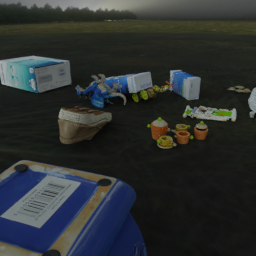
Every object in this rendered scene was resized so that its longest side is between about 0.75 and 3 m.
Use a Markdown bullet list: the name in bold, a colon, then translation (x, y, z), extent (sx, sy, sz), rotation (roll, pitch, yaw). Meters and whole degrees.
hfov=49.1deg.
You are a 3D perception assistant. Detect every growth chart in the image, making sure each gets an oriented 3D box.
- **growth chart**: translation (3.006, -0.551, 10.238), extent (1.934, 0.172, 1.400), rotation (5, 23, 11)

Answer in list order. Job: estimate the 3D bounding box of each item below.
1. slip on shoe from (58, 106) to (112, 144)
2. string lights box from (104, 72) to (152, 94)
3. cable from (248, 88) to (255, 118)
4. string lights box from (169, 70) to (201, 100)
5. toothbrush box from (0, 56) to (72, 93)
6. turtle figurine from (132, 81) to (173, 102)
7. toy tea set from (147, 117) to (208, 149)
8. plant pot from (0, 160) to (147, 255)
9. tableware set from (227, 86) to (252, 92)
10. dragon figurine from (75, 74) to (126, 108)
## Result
- **slip on shoe**: translation (-1.235, -0.116, 8.362), extent (1.098, 0.875, 2.888), rotation (12, 7, 7)
- **string lights box**: translation (-0.216, -1.897, 12.127), extent (2.273, 0.670, 1.168), rotation (2, 19, 41)
- **cable**: translation (5.773, -0.931, 10.155), extent (2.597, 0.899, 2.597), rotation (7, 24, 16)
- **string lights box**: translation (2.487, -1.957, 12.511), extent (0.537, 0.937, 1.823), rotation (-7, 24, -17)
- **toothbrush box**: translation (-4.634, -2.755, 13.974), extent (2.951, 1.258, 2.160), rotation (15, 27, 34)
- **turtle figurine**: translation (0.850, -1.525, 11.951), extent (1.880, 0.605, 1.516), rotation (8, 26, 38)
- **toy tea set**: translation (1.493, 0.014, 8.268), extent (1.783, 0.660, 1.060), rotation (-10, 25, -23)
- **plant pot**: translation (-0.958, 1.554, 3.232), extent (2.019, 1.815, 2.019), rotation (8, 25, 19)
- **tableware set**: translation (5.291, -1.821, 13.253), extent (0.839, 0.117, 1.004), rotation (-8, 25, -19)
- **dragon figurine**: translation (-0.998, -1.280, 11.148), extent (2.587, 1.286, 0.761), rotation (35, 35, 23)
